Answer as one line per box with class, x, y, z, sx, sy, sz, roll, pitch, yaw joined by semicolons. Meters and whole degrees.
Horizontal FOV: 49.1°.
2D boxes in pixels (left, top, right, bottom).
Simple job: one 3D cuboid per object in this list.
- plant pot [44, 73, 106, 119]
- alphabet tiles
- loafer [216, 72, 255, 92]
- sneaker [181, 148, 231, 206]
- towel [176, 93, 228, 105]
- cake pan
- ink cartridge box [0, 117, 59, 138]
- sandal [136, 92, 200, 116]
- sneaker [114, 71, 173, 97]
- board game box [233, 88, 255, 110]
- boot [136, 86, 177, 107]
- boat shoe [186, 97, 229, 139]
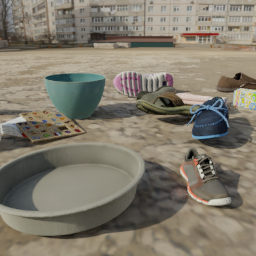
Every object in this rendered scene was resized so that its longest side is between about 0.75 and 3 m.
plant pot;-1.845;-1.126;10.041;2.112;1.422;2.112;0;19;0
alphabet tiles;-2.524;-0.129;8.654;1.642;0.074;1.964;-11;30;-38
loafer;5.898;-2.365;14.364;2.666;0.946;0.974;-4;19;-11
sneaker;1.425;0.868;5.422;0.632;0.671;1.639;-4;19;-12
towel;2.922;-1.158;11.305;2.060;0.348;2.157;8;11;21
cake pan;-1.071;0.966;5.123;2.800;0.514;2.800;-4;17;1
ink cartridge box;-3.026;-0.054;8.638;1.367;0.323;1.094;7;20;23
sandal;1.491;-0.812;9.460;2.700;0.770;1.072;0;2;-23
sneaker;0.651;-2.157;13.684;2.997;1.206;1.325;-3;12;-22
board game box;5.011;-1.157;11.298;1.281;0.672;0.660;17;25;41
boot;1.543;-1.036;11.226;2.241;0.759;1.464;-17;37;-39
boat shoe;2.357;-0.376;8.243;1.202;0.980;2.856;-4;11;18
